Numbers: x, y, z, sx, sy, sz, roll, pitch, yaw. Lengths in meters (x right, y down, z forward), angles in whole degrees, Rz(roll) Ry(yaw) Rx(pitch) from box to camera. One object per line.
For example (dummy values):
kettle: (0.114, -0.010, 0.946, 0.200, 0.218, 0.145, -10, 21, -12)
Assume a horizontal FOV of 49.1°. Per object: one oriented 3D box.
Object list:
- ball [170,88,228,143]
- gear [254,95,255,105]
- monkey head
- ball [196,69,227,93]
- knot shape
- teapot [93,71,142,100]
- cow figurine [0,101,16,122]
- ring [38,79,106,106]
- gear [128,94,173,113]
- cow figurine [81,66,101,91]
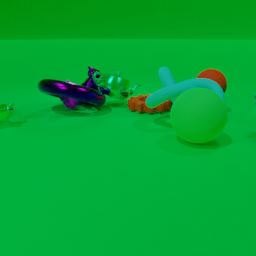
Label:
ball: (1.494, -0.263, 5.960, 1.179, 1.179, 1.179, 0, 19, 0)
gear: (3.295, -0.300, 5.955, 0.247, 1.337, 1.337, -41, 23, 3)
monkey head: (-1.728, -1.074, 8.525, 0.750, 0.895, 1.244, -41, 58, -12)
ball: (2.406, -1.255, 8.178, 0.922, 0.922, 0.922, 0, 19, 0)
knot shape: (1.307, -0.870, 7.232, 1.904, 0.940, 2.035, -14, 37, -43)
teapot: (-0.352, -1.397, 9.043, 1.757, 0.860, 1.092, 15, 8, -30)
cow figurine: (-3.407, -0.579, 6.988, 1.016, 0.558, 1.000, 41, 20, 20)
ring: (-1.666, -1.047, 8.438, 2.056, 0.411, 2.056, 13, 0, 0)
gear: (0.698, -0.779, 8.682, 1.390, 0.257, 1.390, -2, 19, 1)
cow figurine: (-1.342, -1.616, 9.801, 1.001, 0.985, 0.550, -29, 44, 10)
